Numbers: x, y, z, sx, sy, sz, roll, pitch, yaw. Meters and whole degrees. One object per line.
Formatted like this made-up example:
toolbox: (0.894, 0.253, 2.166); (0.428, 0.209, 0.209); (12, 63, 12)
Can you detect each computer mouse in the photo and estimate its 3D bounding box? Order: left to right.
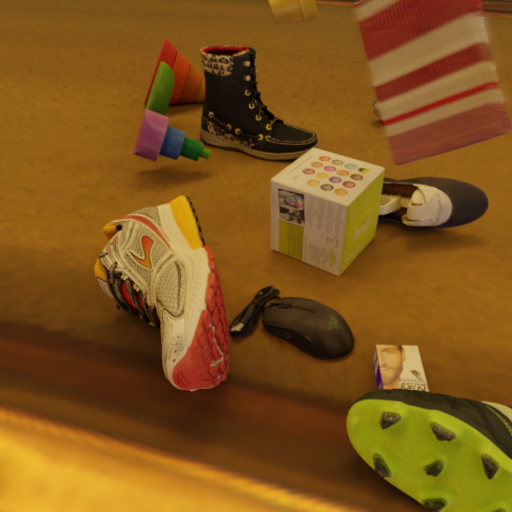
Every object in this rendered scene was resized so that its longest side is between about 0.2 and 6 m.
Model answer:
computer mouse: (0.506, 0.801, 7.024); (1.532, 0.404, 1.061); (19, 40, 24)

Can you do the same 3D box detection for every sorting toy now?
sorting toy: (-1.511, -3.088, 11.730); (1.602, 1.613, 4.651); (17, 32, -17)

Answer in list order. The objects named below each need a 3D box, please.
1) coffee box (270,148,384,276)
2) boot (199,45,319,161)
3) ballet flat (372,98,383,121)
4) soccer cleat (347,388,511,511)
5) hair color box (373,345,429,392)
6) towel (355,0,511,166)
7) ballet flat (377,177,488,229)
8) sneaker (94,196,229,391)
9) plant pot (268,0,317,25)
coffee box: (1.042, -0.679, 8.287); (1.229, 1.243, 1.241); (22, 43, 26)
boot: (0.010, -2.924, 10.739); (2.500, 1.888, 0.902); (14, 39, 18)
ballet flat: (3.598, -3.342, 12.433); (2.275, 0.802, 0.743); (-21, 68, -22)
soccer cleat: (2.474, 1.880, 5.241); (3.208, 1.083, 1.300); (12, 18, 17)
hair color box: (1.628, 1.424, 6.294); (0.501, 0.297, 0.916); (1, 35, 2)
towel: (2.141, -2.390, 7.006); (0.255, 2.238, 1.612); (-20, 6, -39)
ballet flat: (2.268, -0.807, 8.785); (2.502, 0.914, 0.914); (11, 38, 24)
sneaker: (-1.192, 0.455, 6.914); (1.432, 1.357, 3.485); (-14, 29, -11)
plant pot: (0.632, -4.582, 10.140); (0.775, 0.824, 0.824); (-16, 37, 7)
